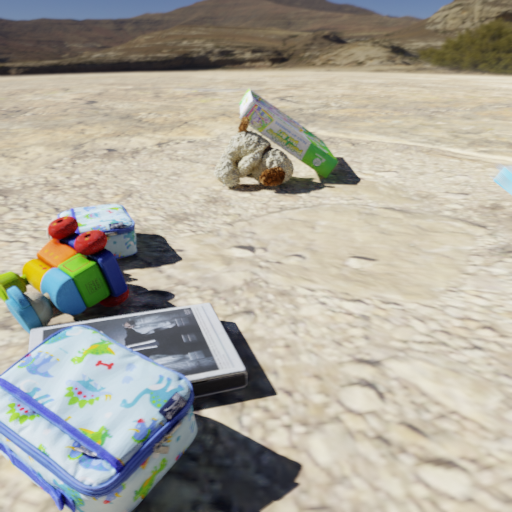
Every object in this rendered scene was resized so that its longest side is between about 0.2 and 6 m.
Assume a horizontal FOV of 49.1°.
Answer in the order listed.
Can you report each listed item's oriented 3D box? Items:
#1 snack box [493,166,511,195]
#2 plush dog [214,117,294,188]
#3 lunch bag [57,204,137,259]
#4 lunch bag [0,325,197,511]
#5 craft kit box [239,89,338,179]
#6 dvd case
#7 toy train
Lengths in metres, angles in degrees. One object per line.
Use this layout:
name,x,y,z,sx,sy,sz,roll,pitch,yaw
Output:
snack box,5.767,-1.366,11.428,2.038,0.378,1.184,-12,52,-46
plush dog,0.144,-2.377,13.815,1.708,1.596,1.989,28,27,6
lunch bag,-2.817,-0.408,9.807,1.302,0.668,1.619,-10,24,-17
lunch bag,-1.486,1.421,4.972,1.708,0.704,1.373,24,43,27
craft kit box,0.791,-3.381,15.192,2.745,0.666,2.711,32,21,-15
dvd case,-1.430,1.169,6.458,2.270,0.281,1.706,-7,24,-17
toy train,-3.099,0.194,8.071,1.492,1.091,2.578,-34,36,-30
